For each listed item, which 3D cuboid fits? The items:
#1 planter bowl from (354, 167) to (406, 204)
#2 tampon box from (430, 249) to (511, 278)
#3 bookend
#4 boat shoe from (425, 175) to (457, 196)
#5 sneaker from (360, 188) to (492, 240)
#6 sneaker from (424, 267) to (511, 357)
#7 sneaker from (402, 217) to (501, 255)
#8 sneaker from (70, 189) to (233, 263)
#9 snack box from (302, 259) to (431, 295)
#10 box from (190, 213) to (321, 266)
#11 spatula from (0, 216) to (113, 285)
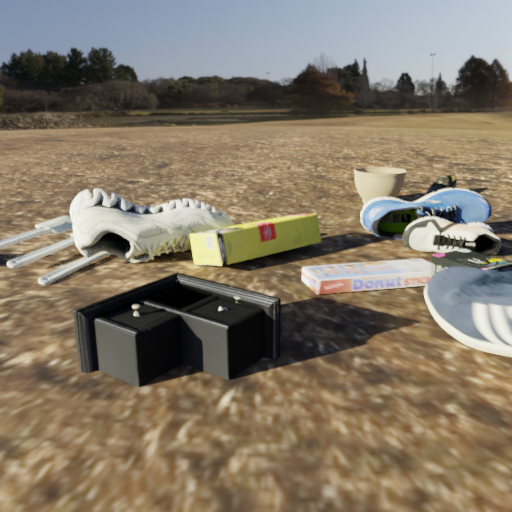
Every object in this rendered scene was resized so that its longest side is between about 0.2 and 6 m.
[{"bbox_3d":[3.306,-1.856,15.091,1.366,0.919,1.366,0,17,0],"label":"planter bowl"},{"bbox_3d":[3.167,0.320,8.256,0.717,0.604,0.957,-10,19,-30],"label":"tampon box"},{"bbox_3d":[-0.834,0.864,6.165,1.601,0.742,1.611,12,21,35],"label":"bookend"},{"bbox_3d":[5.393,-2.041,16.305,0.631,0.581,1.767,12,20,36],"label":"boat shoe"},{"bbox_3d":[3.490,-0.704,11.402,2.585,1.015,1.152,-7,23,5],"label":"sneaker"},{"bbox_3d":[3.006,0.431,5.994,1.211,1.365,3.231,-33,27,-16],"label":"sneaker"},{"bbox_3d":[3.648,-0.334,10.395,1.817,0.670,0.727,-1,18,-2],"label":"sneaker"},{"bbox_3d":[-1.835,-0.372,10.182,2.976,1.118,1.206,3,44,-19],"label":"sneaker"},{"bbox_3d":[1.849,0.308,8.882,2.124,0.258,0.764,-4,16,-12],"label":"snack box"},{"bbox_3d":[0.036,-0.320,10.217,2.375,0.595,0.894,-12,8,-36],"label":"box"},{"bbox_3d":[-3.498,-0.198,10.094,1.893,0.219,2.722,21,21,13],"label":"spatula"}]
